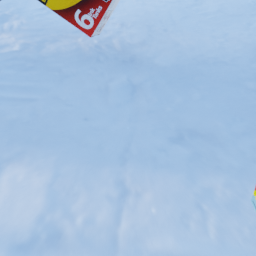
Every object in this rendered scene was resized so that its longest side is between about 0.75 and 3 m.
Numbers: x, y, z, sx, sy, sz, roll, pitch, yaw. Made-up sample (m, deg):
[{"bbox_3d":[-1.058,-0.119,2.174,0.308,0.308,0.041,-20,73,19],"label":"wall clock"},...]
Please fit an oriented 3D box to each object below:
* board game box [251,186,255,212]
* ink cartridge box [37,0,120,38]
[{"bbox_3d":[2.195,0.069,2.553,1.263,2.452,1.286,8,19,7],"label":"board game box"},{"bbox_3d":[-1.121,-4.094,7.061,2.310,2.631,1.103,33,23,-6],"label":"ink cartridge box"}]
